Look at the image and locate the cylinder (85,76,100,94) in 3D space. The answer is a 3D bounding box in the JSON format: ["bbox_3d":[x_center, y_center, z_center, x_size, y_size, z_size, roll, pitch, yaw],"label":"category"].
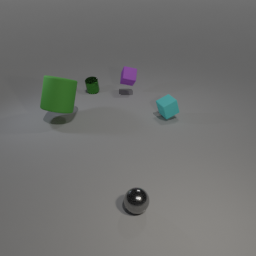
[{"bbox_3d":[-1.938,-2.317,15.206,0.700,0.700,0.700,-3,45,3],"label":"cylinder"}]

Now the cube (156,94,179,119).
[{"bbox_3d":[1.762,-0.950,12.452,0.700,0.700,0.700,-28,38,-9],"label":"cube"}]

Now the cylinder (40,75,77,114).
[{"bbox_3d":[-2.960,-1.438,11.989,1.400,1.400,1.400,10,9,-2],"label":"cylinder"}]

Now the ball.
[{"bbox_3d":[0.233,1.968,7.602,0.700,0.700,0.700,0,29,0],"label":"ball"}]

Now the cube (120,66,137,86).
[{"bbox_3d":[0.027,-2.683,14.535,0.700,0.700,0.700,9,-16,-11],"label":"cube"}]
